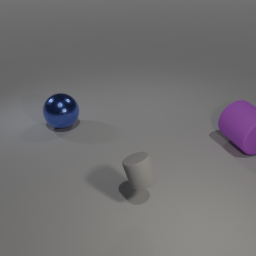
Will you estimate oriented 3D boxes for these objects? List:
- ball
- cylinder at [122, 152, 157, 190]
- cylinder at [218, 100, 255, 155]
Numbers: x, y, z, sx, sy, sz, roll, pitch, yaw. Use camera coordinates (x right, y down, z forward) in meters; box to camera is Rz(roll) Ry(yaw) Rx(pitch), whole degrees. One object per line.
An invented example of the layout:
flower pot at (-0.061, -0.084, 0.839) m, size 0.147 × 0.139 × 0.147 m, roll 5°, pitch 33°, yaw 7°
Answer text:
ball at (-2.633, -0.671, 11.047) m, size 1.400 × 1.400 × 1.400 m, roll 0°, pitch 28°, yaw 0°
cylinder at (0.288, 1.045, 6.876) m, size 0.700 × 0.700 × 0.700 m, roll -18°, pitch 16°, yaw 5°
cylinder at (4.072, -0.042, 9.571) m, size 1.400 × 1.400 × 1.400 m, roll -10°, pitch 34°, yaw -17°
